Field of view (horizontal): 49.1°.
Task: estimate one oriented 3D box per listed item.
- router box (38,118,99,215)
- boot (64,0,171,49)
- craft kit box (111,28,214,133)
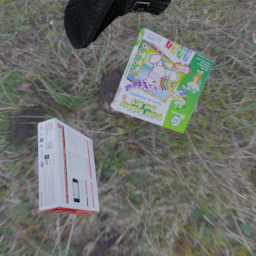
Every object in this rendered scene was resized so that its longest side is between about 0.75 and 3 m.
[{"bbox_3d":[-1.025,0.741,4.949,0.359,1.317,1.468,-16,65,16],"label":"router box"},{"bbox_3d":[-0.204,-3.017,6.960,2.124,2.841,1.069,-22,86,-37],"label":"boot"},{"bbox_3d":[0.744,-0.955,6.044,1.762,1.740,0.427,17,13,-20],"label":"craft kit box"}]
